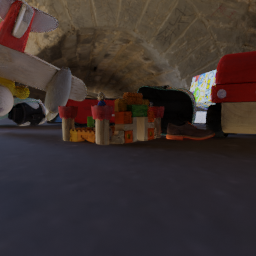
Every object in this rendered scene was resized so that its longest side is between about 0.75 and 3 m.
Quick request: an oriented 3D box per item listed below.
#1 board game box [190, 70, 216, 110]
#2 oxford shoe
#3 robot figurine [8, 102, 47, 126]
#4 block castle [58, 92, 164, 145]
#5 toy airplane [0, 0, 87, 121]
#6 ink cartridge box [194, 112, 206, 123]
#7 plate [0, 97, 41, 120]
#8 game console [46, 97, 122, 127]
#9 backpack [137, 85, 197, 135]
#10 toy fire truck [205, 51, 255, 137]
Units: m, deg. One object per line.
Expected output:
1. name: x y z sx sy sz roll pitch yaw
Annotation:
1. board game box: 3.136 -1.298 9.949 1.111 1.131 2.156 15 -1 -12
2. oxford shoe: 1.093 0.039 4.829 0.857 0.311 0.305 -1 4 -9
3. robot figurine: -3.286 -0.495 9.313 1.287 0.967 0.803 -5 -32 -51
4. block castle: -0.222 -0.197 4.808 1.121 0.787 1.678 3 5 40
5. toy airplane: -2.543 -1.180 5.699 2.954 2.085 2.941 -14 -38 -1
6. ink cartridge box: 3.001 -0.431 10.884 1.342 0.525 2.833 -1 6 -31
7. plate: -4.182 -0.642 9.515 2.417 0.309 2.417 -21 3 1
8. game console: -1.189 -0.221 9.674 2.560 1.519 2.206 -3 36 -35
9. backpack: 0.802 -0.348 5.607 1.144 1.006 0.877 7 10 26
10. toy fire truck: 2.623 -1.147 5.312 1.676 2.606 2.294 2 3 35
